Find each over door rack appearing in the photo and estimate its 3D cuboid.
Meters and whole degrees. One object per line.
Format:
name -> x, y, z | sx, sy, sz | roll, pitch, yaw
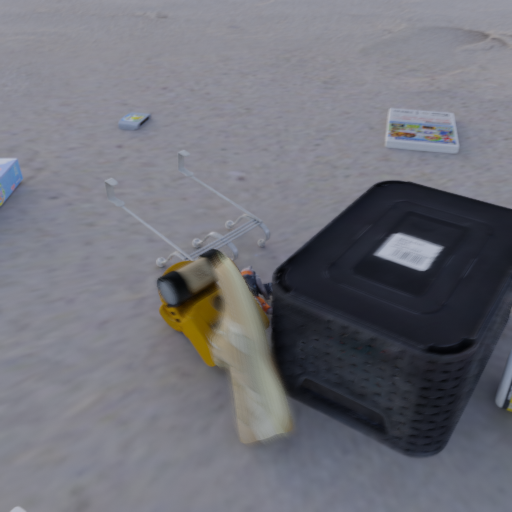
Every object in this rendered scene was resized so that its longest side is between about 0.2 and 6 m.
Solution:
over door rack -> -1.044, -0.566, 8.555 | 2.118, 0.705, 1.564 | 43, 50, 19

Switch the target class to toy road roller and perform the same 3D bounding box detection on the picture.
toy road roller -> -0.627, 0.693, 6.886 | 0.864, 1.027, 1.407 | -31, 81, -34

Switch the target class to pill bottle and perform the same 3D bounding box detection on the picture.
pill bottle -> 3.154, 1.437, 5.749 | 1.190, 0.667, 0.667 | 17, 37, 24

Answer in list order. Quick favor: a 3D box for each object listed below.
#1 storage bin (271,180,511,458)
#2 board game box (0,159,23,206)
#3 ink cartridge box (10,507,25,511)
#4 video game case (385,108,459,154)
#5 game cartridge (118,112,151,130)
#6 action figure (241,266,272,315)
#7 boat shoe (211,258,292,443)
storage bin -> 1.729, 0.471, 6.522 | 2.075, 1.439, 3.070 | 21, 38, 28
board game box -> -5.784, -1.054, 9.618 | 2.774, 0.508, 2.099 | 0, 33, -1
ink cartridge box -> -1.569, 2.657, 4.059 | 1.505, 0.510, 0.873 | 21, 39, 28
video game case -> 3.702, -2.843, 12.592 | 1.496, 0.188, 2.090 | 8, 34, 11
game cartridge -> -2.866, -3.158, 13.102 | 0.555, 0.168, 0.832 | 5, 34, 13
action figure -> 0.045, 0.484, 7.336 | 0.917, 0.479, 0.887 | -16, 51, -7
boat shoe -> -0.184, 0.945, 5.806 | 0.617, 0.685, 1.899 | -18, 75, 0
